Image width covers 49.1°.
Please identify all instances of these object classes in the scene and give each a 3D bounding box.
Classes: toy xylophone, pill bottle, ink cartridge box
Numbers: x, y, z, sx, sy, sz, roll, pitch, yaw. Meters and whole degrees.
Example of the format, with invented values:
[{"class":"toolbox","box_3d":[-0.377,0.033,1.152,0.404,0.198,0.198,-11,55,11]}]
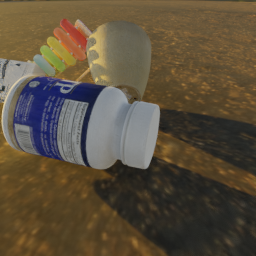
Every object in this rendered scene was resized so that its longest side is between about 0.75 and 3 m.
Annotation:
[{"class":"toy xylophone","box_3d":[-2.098,-2.490,9.735,2.476,1.813,0.622,-53,7,-12]},{"class":"pill bottle","box_3d":[-0.875,-0.079,5.794,2.854,1.708,1.708,11,31,13]},{"class":"ink cartridge box","box_3d":[-3.582,-1.399,8.602,1.693,0.714,1.237,10,75,14]}]

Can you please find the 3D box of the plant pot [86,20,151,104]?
[{"class":"plant pot","box_3d":[-0.242,-1.717,8.702,2.187,2.187,2.335,-2,51,-3]}]
